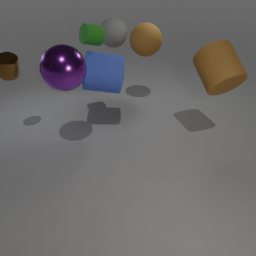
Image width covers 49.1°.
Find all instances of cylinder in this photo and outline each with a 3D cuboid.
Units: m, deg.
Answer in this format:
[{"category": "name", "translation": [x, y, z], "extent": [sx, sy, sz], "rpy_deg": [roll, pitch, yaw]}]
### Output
[{"category": "cylinder", "translation": [3.140, -2.053, 9.648], "extent": [1.400, 1.400, 1.400], "rpy_deg": [-13, 72, -19]}, {"category": "cylinder", "translation": [-1.271, -3.283, 9.872], "extent": [0.700, 0.700, 0.700], "rpy_deg": [-5, 29, -34]}, {"category": "cylinder", "translation": [-4.051, -2.081, 9.446], "extent": [0.700, 0.700, 0.700], "rpy_deg": [9, 51, -11]}, {"category": "cylinder", "translation": [-0.914, -2.036, 10.329], "extent": [1.400, 1.400, 1.400], "rpy_deg": [6, 31, -7]}]

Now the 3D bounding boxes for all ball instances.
[{"category": "ball", "translation": [-0.715, -4.646, 13.677], "extent": [1.400, 1.400, 1.400], "rpy_deg": [0, 32, 0]}, {"category": "ball", "translation": [0.769, -3.798, 12.070], "extent": [1.400, 1.400, 1.400], "rpy_deg": [0, 32, 0]}, {"category": "ball", "translation": [-1.963, -1.820, 8.520], "extent": [1.400, 1.400, 1.400], "rpy_deg": [0, 32, 0]}]
